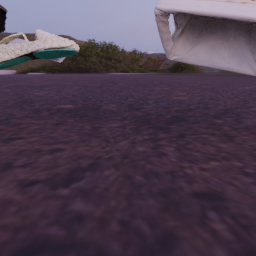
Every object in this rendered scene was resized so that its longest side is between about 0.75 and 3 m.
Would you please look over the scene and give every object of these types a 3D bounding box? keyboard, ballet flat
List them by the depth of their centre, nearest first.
[{"bbox_3d":[-2.341,-1.975,6.742,2.242,0.804,0.804,-11,13,1],"label":"ballet flat"},{"bbox_3d":[-2.511,-2.157,7.694,1.866,0.100,0.525,17,48,15],"label":"keyboard"}]

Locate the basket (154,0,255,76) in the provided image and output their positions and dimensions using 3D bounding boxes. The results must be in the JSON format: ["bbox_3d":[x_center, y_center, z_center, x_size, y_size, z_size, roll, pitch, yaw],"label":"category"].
[{"bbox_3d":[2.356,-2.619,6.580,2.887,1.781,1.957,18,-17,24],"label":"basket"}]

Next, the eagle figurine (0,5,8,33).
[{"bbox_3d":[-2.866,-2.335,4.509,1.829,1.839,2.424,18,22,-24],"label":"eagle figurine"}]
